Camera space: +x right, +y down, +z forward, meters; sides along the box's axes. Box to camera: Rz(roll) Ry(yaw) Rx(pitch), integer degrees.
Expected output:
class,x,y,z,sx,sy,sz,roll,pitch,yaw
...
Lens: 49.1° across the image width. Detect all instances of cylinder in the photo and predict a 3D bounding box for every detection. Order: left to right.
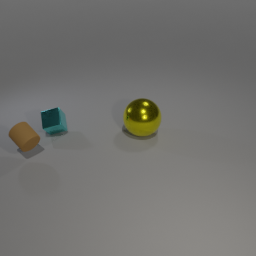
class,x,y,z,sx,sy,sz,roll,pitch,yaw
cylinder,-3.279,0.276,8.886,0.700,0.700,0.700,43,45,15

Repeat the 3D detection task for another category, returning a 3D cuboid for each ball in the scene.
class,x,y,z,sx,sy,sz,roll,pitch,yaw
ball,0.517,-0.382,10.169,1.400,1.400,1.400,0,30,0

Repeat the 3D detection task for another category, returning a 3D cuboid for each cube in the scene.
class,x,y,z,sx,sy,sz,roll,pitch,yaw
cube,-2.693,-0.245,10.236,0.700,0.700,0.700,-14,70,3
